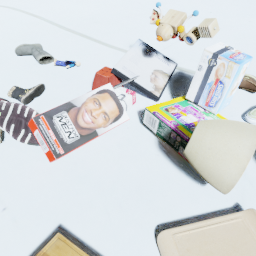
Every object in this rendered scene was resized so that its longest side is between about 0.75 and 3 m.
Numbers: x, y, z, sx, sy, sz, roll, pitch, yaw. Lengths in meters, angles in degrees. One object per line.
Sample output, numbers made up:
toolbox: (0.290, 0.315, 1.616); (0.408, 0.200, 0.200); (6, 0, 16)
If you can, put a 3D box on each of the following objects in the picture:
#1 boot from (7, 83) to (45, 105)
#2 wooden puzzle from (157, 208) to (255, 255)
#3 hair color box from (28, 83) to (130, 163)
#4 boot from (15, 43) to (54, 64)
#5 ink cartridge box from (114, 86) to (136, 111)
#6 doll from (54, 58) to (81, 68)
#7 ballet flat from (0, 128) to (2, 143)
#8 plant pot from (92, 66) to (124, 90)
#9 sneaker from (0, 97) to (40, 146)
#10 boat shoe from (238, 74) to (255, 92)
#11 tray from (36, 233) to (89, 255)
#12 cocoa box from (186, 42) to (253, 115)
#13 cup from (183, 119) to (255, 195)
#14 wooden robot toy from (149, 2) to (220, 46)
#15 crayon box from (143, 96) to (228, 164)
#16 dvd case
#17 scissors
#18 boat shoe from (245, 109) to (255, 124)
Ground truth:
boot: (-3.917, -1.425, 10.808); (0.944, 0.459, 1.254); (19, 50, 20)
wooden puzzle: (2.079, 2.940, 5.740); (2.462, 0.458, 2.278); (-13, 42, -8)
hair color box: (-1.434, -0.206, 8.569); (2.723, 0.834, 1.382); (-31, 93, -31)
boot: (-4.398, -3.418, 13.133); (1.458, 0.582, 1.604); (-22, 52, -21)
ink cartridge box: (-0.381, -0.964, 10.206); (0.866, 0.497, 1.192); (24, 46, 25)
doll: (-2.726, -2.910, 12.654); (1.175, 0.285, 0.802); (4, 32, -6)
ballet flat: (-4.533, -0.004, 9.099); (1.728, 0.586, 0.651); (18, 27, 23)
plant pot: (-0.804, -1.850, 10.981); (0.964, 0.851, 0.965); (24, 46, 25)
sneaker: (-3.687, -0.423, 9.206); (2.960, 1.120, 1.709); (26, 5, -5)
boat shoe: (4.429, -1.808, 11.173); (0.693, 0.692, 1.873); (-35, 45, -16)
tray: (-0.760, 3.320, 5.188); (2.820, 0.522, 1.391); (24, 46, 27)
cocoa box: (2.885, -1.584, 8.951); (1.194, 1.819, 1.213); (35, 41, 25)
cup: (2.080, 0.491, 6.657); (1.265, 1.769, 1.769); (26, 46, 12)
wooden robot toy: (1.592, -3.349, 9.841); (2.923, 1.288, 1.326); (29, 69, 32)
crayon box: (2.000, -0.067, 8.875); (2.041, 0.690, 2.366); (-17, 43, -31)
dvd case: (0.800, -2.471, 11.486); (2.123, 0.261, 2.976); (32, 44, -2)
scissors: (-0.708, -1.367, 10.252); (2.413, 0.168, 0.883); (-14, 27, 22)
boat shoe: (4.808, -0.630, 9.798); (1.680, 0.521, 0.605); (-19, 44, -21)
